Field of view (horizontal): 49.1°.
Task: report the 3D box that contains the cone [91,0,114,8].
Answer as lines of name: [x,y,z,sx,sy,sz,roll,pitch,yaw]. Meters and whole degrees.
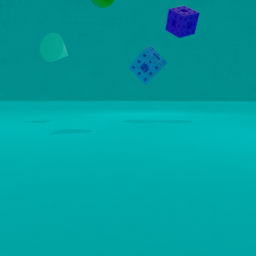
cone: [-0.974,-3.849,7.711,0.992,0.992,0.996,3,21,29]

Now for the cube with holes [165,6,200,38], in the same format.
cube with holes: [2.064,-4.068,10.710,0.829,0.829,0.829,-23,50,-28]

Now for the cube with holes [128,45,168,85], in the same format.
cube with holes: [0.736,-2.305,10.237,0.896,0.896,0.896,-43,5,32]

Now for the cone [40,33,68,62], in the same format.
cone: [-2.559,-2.883,10.566,1.040,1.040,1.044,3,-1,23]
